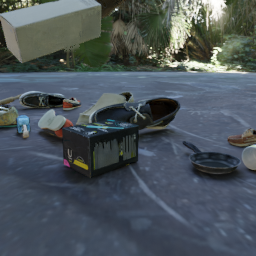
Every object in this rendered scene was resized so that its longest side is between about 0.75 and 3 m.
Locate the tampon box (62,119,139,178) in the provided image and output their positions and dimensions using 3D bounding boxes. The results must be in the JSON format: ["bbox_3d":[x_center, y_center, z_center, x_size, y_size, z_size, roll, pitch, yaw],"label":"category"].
[{"bbox_3d":[-0.520,0.339,5.445,1.213,0.766,0.909,-12,18,-41],"label":"tampon box"}]

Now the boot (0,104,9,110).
[{"bbox_3d":[-5.201,-0.840,11.263,0.755,0.300,0.868,-8,14,-28],"label":"boot"}]

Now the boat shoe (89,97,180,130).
[{"bbox_3d":[0.231,-0.394,7.611,2.659,0.955,0.899,-8,-19,-30],"label":"boat shoe"}]

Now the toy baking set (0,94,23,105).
[{"bbox_3d":[-5.114,-1.164,12.175,1.771,0.206,1.360,-18,7,2],"label":"toy baking set"}]

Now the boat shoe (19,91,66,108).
[{"bbox_3d":[-3.581,-1.205,11.932,1.955,0.691,0.622,-5,13,-24],"label":"boat shoe"}]

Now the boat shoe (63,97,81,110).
[{"bbox_3d":[-2.378,-1.084,11.980,0.498,0.438,1.398,2,12,15],"label":"boat shoe"}]

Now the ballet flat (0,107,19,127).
[{"bbox_3d":[-4.319,-0.292,8.192,2.131,0.753,0.753,-9,16,-32],"label":"ballet flat"}]

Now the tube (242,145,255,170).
[{"bbox_3d":[3.030,0.479,5.684,1.778,0.516,0.462,-8,-27,-35],"label":"tube"}]

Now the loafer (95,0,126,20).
[{"bbox_3d":[-0.893,-4.528,10.196,2.657,1.010,0.896,-8,27,37],"label":"loafer"}]

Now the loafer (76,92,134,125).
[{"bbox_3d":[-0.626,-0.571,8.685,1.098,0.990,2.901,6,15,23],"label":"loafer"}]

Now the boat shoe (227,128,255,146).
[{"bbox_3d":[2.907,0.189,6.635,1.066,0.383,0.404,-4,19,30],"label":"boat shoe"}]

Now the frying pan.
[{"bbox_3d":[1.430,0.593,5.532,0.939,0.253,1.553,-11,15,-39],"label":"frying pan"}]

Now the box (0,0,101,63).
[{"bbox_3d":[-1.744,-2.424,6.695,2.254,0.926,0.771,-29,57,-31],"label":"box"}]

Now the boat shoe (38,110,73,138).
[{"bbox_3d":[-1.968,-0.087,7.736,0.553,0.630,1.769,41,-15,-33],"label":"boat shoe"}]

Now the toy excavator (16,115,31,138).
[{"bbox_3d":[-2.859,-0.038,7.682,0.380,0.740,0.761,-5,-13,-23],"label":"toy excavator"}]
